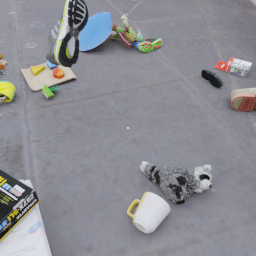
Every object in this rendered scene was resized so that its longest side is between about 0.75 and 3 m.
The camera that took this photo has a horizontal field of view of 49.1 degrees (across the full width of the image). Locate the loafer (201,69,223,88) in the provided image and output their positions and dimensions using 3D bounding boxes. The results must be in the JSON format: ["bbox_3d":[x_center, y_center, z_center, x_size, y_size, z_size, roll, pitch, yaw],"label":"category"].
[{"bbox_3d":[3.879,-2.274,12.586,0.485,0.489,1.343,-14,46,-21],"label":"loafer"}]

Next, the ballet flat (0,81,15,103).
[{"bbox_3d":[-6.057,-1.273,11.239,2.916,0.974,0.977,-8,63,-12],"label":"ballet flat"}]

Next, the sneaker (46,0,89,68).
[{"bbox_3d":[-2.081,-3.221,9.104,1.055,0.963,2.607,6,77,34],"label":"sneaker"}]

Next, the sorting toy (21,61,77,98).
[{"bbox_3d":[-3.463,-2.309,12.643,2.106,0.419,2.849,-20,46,-21],"label":"sorting toy"}]

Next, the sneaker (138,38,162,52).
[{"bbox_3d":[1.109,-4.420,14.893,1.537,0.590,0.644,-20,35,-31],"label":"sneaker"}]

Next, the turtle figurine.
[{"bbox_3d":[-0.003,-5.457,15.084,2.220,2.289,1.647,15,20,25],"label":"turtle figurine"}]

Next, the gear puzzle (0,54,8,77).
[{"bbox_3d":[-6.469,-3.118,13.612,1.113,0.281,2.149,-6,43,-6],"label":"gear puzzle"}]

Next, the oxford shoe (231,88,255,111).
[{"bbox_3d":[5.472,-1.218,11.104,2.704,0.957,0.998,7,41,7],"label":"oxford shoe"}]

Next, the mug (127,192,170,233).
[{"bbox_3d":[0.527,2.341,7.552,0.830,1.036,0.850,42,60,-4],"label":"mug"}]

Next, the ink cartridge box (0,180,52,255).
[{"bbox_3d":[-2.938,2.904,6.425,2.137,1.252,2.957,-17,46,-18],"label":"ink cartridge box"}]

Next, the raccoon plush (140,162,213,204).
[{"bbox_3d":[1.553,1.288,8.462,1.397,1.009,2.085,-21,46,-32],"label":"raccoon plush"}]

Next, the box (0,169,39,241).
[{"bbox_3d":[-3.469,1.715,6.430,2.178,0.537,1.739,21,45,24],"label":"box"}]

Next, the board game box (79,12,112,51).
[{"bbox_3d":[-1.729,-5.128,15.257,2.156,0.531,2.728,-19,55,19],"label":"board game box"}]

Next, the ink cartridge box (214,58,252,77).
[{"bbox_3d":[5.020,-2.987,13.392,1.519,0.383,0.828,24,48,22],"label":"ink cartridge box"}]
